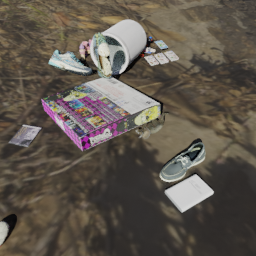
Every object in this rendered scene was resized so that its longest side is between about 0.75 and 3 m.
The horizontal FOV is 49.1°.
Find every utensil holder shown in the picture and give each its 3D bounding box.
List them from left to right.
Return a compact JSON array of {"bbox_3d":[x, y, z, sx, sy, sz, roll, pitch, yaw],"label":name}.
[{"bbox_3d":[-0.302,-3.256,11.100,1.628,1.628,1.916,18,43,20],"label":"utensil holder"}]

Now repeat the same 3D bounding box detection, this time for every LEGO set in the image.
[{"bbox_3d":[1.110,-3.310,12.240,1.408,0.463,1.885,-19,55,-21],"label":"LEGO set"}]

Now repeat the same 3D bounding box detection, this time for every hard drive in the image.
[{"bbox_3d":[1.452,1.532,6.653,0.962,0.128,0.634,-22,45,-24],"label":"hard drive"}]

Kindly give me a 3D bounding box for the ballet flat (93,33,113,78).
[{"bbox_3d":[-0.766,-2.336,9.246,0.581,1.564,0.581,-5,42,4],"label":"ballet flat"}]

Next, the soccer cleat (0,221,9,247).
[{"bbox_3d":[-2.886,2.312,5.452,0.454,0.508,1.310,22,45,24],"label":"soccer cleat"}]

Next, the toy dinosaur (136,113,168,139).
[{"bbox_3d":[0.718,-0.044,8.271,1.212,0.466,0.620,-21,52,-16],"label":"toy dinosaur"}]

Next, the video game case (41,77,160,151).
[{"bbox_3d":[-0.907,-0.641,8.583,2.623,0.518,2.893,-24,37,-26],"label":"video game case"}]

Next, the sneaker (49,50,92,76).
[{"bbox_3d":[-2.140,-2.500,10.592,1.754,0.757,0.681,18,1,10],"label":"sneaker"}]

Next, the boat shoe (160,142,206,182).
[{"bbox_3d":[1.421,0.833,7.200,1.524,0.471,0.555,-26,47,-27],"label":"boat shoe"}]

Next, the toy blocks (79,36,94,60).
[{"bbox_3d":[-1.440,-3.519,11.895,1.075,0.969,1.151,6,41,8],"label":"toy blocks"}]

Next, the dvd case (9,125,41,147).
[{"bbox_3d":[-3.008,0.212,8.240,0.611,0.066,0.822,10,41,12],"label":"dvd case"}]
